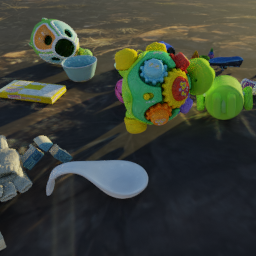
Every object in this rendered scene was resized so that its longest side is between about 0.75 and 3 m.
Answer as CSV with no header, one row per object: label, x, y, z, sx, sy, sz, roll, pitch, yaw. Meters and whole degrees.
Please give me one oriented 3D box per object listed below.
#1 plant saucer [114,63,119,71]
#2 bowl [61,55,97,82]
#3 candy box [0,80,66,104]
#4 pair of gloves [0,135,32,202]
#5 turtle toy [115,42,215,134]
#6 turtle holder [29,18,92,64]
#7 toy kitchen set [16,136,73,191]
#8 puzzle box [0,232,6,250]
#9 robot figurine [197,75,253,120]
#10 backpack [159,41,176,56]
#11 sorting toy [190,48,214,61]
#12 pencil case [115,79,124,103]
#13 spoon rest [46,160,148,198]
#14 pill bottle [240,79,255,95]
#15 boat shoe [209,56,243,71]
plant saucer,0.211,-2.496,11.514,1.549,0.212,1.549,1,32,0
bowl,-1.788,-2.193,10.549,1.326,0.693,1.326,-3,32,2
candy box,-3.239,-1.245,9.483,2.019,0.267,1.032,8,36,13
pair of gloves,-3.393,1.122,5.272,2.735,0.479,2.326,-25,29,-28
turtle toy,1.011,-1.091,7.046,2.888,2.104,1.460,-25,24,-37
turtle holder,-2.814,-3.361,11.740,1.799,2.368,1.682,-45,45,-7
toy kitchen set,-1.847,0.876,6.073,1.127,0.903,0.664,-50,46,-5
puzzle box,-3.115,1.908,4.512,1.896,0.241,1.261,-22,38,-31
robot figurine,2.819,-0.927,8.237,1.576,1.039,1.796,-3,26,18
backpack,1.205,-2.738,10.703,0.924,1.101,0.895,39,10,22
sorting toy,3.351,-3.297,12.518,1.493,0.514,0.518,-23,39,-31
pencil case,0.615,-1.428,9.134,2.030,0.951,0.921,-25,50,-33
spoon rest,-0.616,0.999,5.614,2.046,0.620,1.016,-2,32,-1
pill bottle,4.246,-1.375,9.550,0.426,0.426,0.759,-20,37,-28
boat shoe,4.008,-2.597,11.469,1.404,0.482,0.591,0,40,1
